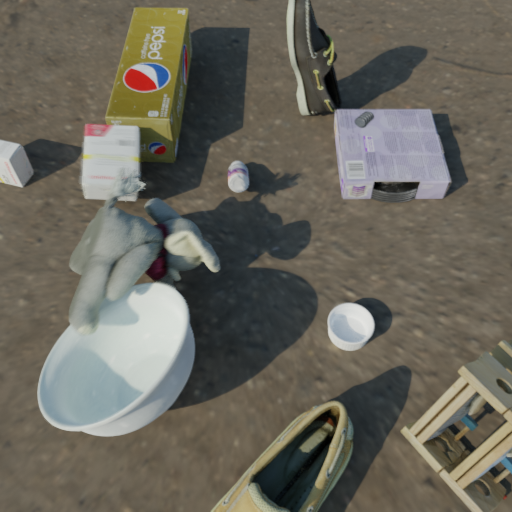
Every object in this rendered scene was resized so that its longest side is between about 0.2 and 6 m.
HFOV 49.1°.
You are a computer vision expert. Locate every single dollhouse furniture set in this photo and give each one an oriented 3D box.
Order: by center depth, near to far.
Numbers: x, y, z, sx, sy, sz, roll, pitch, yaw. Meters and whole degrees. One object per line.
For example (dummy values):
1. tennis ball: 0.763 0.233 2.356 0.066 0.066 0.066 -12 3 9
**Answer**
1. dollhouse furniture set: 3.427 2.213 7.695 2.087 1.471 1.462 -11 50 -44

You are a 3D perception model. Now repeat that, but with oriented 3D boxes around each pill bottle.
1. pill bottle: -0.342 -1.522 10.604 0.389 0.389 0.698 -3 34 -2

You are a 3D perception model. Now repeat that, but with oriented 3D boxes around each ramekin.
1. ramekin: 1.472 1.141 8.827 0.720 0.351 0.720 0 54 0

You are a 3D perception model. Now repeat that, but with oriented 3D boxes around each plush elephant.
1. plush elephant: -1.668 -0.045 8.734 1.853 2.394 1.971 19 19 -27

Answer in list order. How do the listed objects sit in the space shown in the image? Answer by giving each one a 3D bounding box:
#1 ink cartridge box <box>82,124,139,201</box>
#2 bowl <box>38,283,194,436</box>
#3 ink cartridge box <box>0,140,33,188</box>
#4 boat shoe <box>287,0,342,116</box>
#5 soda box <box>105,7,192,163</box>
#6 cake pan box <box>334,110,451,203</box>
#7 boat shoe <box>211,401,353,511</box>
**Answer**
1. ink cartridge box: -2.590 -1.666 10.041 0.938 0.539 1.293 1 65 -11
2. bowl: -1.749 1.587 7.850 2.350 1.056 2.350 -18 40 16
3. ink cartridge box: -4.913 -1.805 10.635 1.068 0.788 0.457 14 56 11
4. boat shoe: 1.146 -3.794 10.761 0.836 2.778 0.990 4 65 15
5. soda box: -2.139 -3.659 11.703 1.238 1.170 3.655 2 54 0
6. cake pan box: 2.584 -1.995 10.923 1.976 0.561 2.145 -2 55 1
7. boat shoe: 0.040 3.167 6.794 1.249 1.328 3.487 27 59 18
